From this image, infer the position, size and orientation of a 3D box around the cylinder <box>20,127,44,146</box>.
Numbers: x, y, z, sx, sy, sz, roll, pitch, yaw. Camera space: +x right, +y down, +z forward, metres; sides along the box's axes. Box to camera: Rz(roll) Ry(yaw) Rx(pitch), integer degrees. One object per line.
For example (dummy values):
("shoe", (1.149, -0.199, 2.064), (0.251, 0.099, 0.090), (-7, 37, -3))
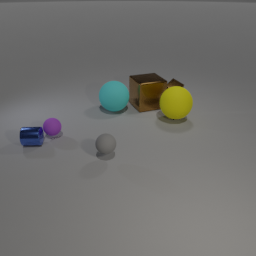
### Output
("cylinder", (-3.570, 0.304, 10.415), (0.700, 0.700, 0.700), (-1, 28, -2))

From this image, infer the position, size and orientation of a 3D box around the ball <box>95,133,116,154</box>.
("ball", (-0.741, 0.530, 9.381), (0.700, 0.700, 0.700), (0, 28, 0))

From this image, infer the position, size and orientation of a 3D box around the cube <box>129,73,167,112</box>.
("cube", (0.938, -1.741, 13.526), (1.400, 1.400, 1.400), (-10, 29, -18))

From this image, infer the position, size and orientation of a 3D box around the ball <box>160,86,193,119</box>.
("ball", (2.056, -1.076, 11.974), (1.400, 1.400, 1.400), (0, 28, 0))

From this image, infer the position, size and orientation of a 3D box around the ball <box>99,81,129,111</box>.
("ball", (-0.641, -1.465, 12.908), (1.400, 1.400, 1.400), (0, 28, 0))

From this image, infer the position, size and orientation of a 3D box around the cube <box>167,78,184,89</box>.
("cube", (2.339, -1.953, 14.283), (0.700, 0.700, 0.700), (35, 65, 20))

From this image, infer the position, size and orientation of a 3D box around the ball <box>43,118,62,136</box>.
("ball", (-2.930, -0.047, 10.831), (0.700, 0.700, 0.700), (0, 28, 0))
